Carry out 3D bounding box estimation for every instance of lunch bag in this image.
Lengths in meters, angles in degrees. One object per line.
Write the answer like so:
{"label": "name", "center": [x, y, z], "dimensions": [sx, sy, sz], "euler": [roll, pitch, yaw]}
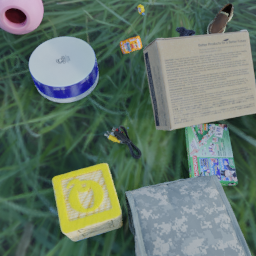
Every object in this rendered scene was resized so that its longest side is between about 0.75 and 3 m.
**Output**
{"label": "lunch bag", "center": [1.267, 2.531, 6.344], "dimensions": [2.283, 1.637, 2.784], "euler": [-10, 66, -5]}

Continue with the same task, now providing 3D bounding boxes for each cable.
{"label": "cable", "center": [-0.062, 0.410, 8.386], "dimensions": [1.281, 0.322, 0.622], "euler": [42, 51, 7]}

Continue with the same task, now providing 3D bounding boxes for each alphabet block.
{"label": "alphabet block", "center": [-0.949, 1.844, 6.847], "dimensions": [1.370, 1.395, 1.362], "euler": [-16, 63, -9]}

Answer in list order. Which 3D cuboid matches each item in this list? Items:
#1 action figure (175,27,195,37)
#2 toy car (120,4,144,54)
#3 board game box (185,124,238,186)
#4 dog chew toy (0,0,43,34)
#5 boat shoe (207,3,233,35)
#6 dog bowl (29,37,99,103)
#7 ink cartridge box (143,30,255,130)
{"label": "action figure", "center": [1.411, -1.860, 8.928], "dimensions": [1.440, 1.237, 2.423], "euler": [31, 88, -27]}
{"label": "toy car", "center": [0.088, -1.932, 5.517], "dimensions": [0.460, 0.938, 0.312], "euler": [-3, 23, -10]}
{"label": "board game box", "center": [2.365, 0.732, 8.115], "dimensions": [1.252, 0.271, 1.861], "euler": [1, 61, 1]}
{"label": "dog chew toy", "center": [-4.119, -4.861, 10.447], "dimensions": [1.840, 1.840, 2.955], "euler": [-10, 53, -5]}
{"label": "boat shoe", "center": [3.506, -4.110, 10.603], "dimensions": [0.633, 0.634, 1.714], "euler": [26, 64, 14]}
{"label": "dog bowl", "center": [-2.091, -1.959, 9.282], "dimensions": [2.171, 0.855, 2.171], "euler": [0, 60, 0]}
{"label": "ink cartridge box", "center": [2.082, -1.342, 7.981], "dimensions": [2.905, 1.091, 2.393], "euler": [-10, 93, -16]}
